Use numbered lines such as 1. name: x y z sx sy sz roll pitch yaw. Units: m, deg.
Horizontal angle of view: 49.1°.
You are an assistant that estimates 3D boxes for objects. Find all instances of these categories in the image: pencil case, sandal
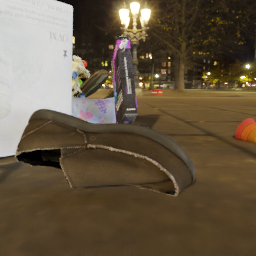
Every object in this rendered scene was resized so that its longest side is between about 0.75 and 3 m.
1. pencil case: -0.921 -0.458 7.964 2.013 0.913 0.837 -5 16 -27
2. sandal: -1.884 -1.387 10.316 2.769 0.756 1.131 -32 -2 34

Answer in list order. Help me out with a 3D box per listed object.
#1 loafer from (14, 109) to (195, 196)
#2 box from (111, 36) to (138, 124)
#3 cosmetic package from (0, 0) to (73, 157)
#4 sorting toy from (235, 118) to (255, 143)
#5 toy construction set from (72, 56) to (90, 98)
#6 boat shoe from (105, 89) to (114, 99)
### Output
1. loafer: -0.321 0.368 2.863 1.966 0.718 0.701 11 52 25
2. box: -0.134 -1.032 6.960 0.354 1.961 1.402 -4 -15 -11
3. cosmetic package: -2.390 -0.880 4.624 1.592 2.590 2.582 11 12 40
4. sorting toy: 3.067 0.100 5.933 1.599 0.555 0.551 -6 32 -23
5. toy construction set: -2.150 -1.064 8.584 2.479 1.625 1.142 -42 40 -11
6. boat shoe: -0.255 -0.956 11.238 0.854 0.910 2.529 28 5 -22
